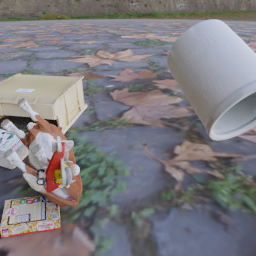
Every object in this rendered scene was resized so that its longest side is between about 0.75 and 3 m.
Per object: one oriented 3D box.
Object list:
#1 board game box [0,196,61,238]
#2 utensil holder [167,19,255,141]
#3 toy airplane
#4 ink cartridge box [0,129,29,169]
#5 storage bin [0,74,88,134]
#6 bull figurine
[{"bbox_3d":[-1.714,1.533,5.003,0.959,0.222,0.727,-4,26,-14],"label":"board game box"},{"bbox_3d":[2.525,-1.333,7.613,2.197,2.197,2.585,-12,58,-23],"label":"utensil holder"},{"bbox_3d":[-0.984,0.538,4.240,0.571,0.805,0.809,21,60,-23],"label":"toy airplane"},{"bbox_3d":[-3.074,0.451,6.738,1.148,0.484,0.839,14,28,4],"label":"ink cartridge box"},{"bbox_3d":[-2.884,-0.826,8.901,2.486,1.165,2.468,5,27,9],"label":"storage bin"},{"bbox_3d":[-1.669,0.404,5.554,0.862,1.607,2.648,-41,44,-2],"label":"bull figurine"}]
